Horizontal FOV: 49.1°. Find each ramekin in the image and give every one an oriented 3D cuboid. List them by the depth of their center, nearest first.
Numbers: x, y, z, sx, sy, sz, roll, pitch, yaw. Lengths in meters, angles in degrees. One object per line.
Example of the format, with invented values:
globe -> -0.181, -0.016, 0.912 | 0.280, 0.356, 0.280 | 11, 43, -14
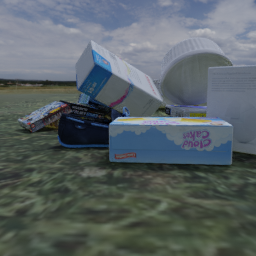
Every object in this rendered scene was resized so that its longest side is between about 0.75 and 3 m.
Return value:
ramekin -> 2.534, -2.221, 10.860 | 2.768, 2.768, 1.289 | -4, 54, -3

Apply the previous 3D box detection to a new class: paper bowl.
paper bowl -> 2.461, -1.939, 15.970 | 2.904, 1.510, 2.904 | -3, 1, 0

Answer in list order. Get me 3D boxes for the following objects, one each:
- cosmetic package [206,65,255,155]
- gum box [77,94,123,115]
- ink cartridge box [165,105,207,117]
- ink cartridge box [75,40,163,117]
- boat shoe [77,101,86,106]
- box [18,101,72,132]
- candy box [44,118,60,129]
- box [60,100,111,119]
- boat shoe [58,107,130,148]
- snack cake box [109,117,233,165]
cosmetic package -> 2.593, -0.398, 5.729 | 1.695, 1.700, 1.045 | 8, 12, 41
gum box -> -1.025, -0.949, 11.566 | 1.739, 0.456, 2.046 | 18, -1, -21
ink cartridge box -> 2.859, -0.615, 11.310 | 2.201, 0.517, 2.176 | 3, 8, -10
ink cartridge box -> -0.334, -1.534, 9.543 | 2.702, 1.144, 1.953 | 25, 27, -27
boat shoe -> -1.940, -0.999, 12.769 | 0.694, 0.801, 1.878 | 2, 9, 15
box -> -2.539, -0.376, 8.578 | 1.381, 0.275, 0.945 | -33, 30, -30
candy box -> -2.117, -0.219, 9.013 | 1.301, 0.360, 0.751 | 7, 14, 39
box -> -1.536, -0.609, 10.284 | 1.705, 0.427, 1.718 | 10, 4, -27
boat shoe -> -0.327, -0.030, 6.242 | 2.395, 0.822, 1.008 | -3, 9, -20
snack cake box -> 0.749, 0.187, 5.229 | 2.067, 0.695, 1.189 | 1, 7, 6
